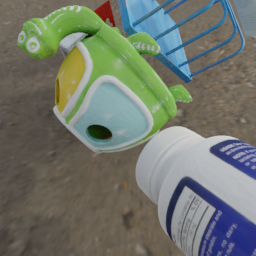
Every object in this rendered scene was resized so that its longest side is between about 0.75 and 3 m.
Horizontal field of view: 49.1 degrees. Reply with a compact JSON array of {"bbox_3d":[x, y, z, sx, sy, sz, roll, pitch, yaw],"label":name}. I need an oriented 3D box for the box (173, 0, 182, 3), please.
[{"bbox_3d":[1.225,-4.365,7.133,1.737,2.918,0.605,2,64,-27],"label":"box"}]

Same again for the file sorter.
[{"bbox_3d":[1.151,-2.439,5.822,1.577,2.571,1.784,-23,63,30],"label":"file sorter"}]

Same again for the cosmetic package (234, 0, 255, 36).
[{"bbox_3d":[2.248,-2.580,4.920,0.634,1.778,0.902,-25,17,7],"label":"cosmetic package"}]

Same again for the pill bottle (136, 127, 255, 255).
[{"bbox_3d":[1.346,1.039,3.464,1.639,1.639,2.738,-28,36,-20],"label":"pill bottle"}]

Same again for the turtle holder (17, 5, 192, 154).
[{"bbox_3d":[-0.358,-0.661,4.451,1.755,2.472,1.878,-44,55,0],"label":"turtle holder"}]

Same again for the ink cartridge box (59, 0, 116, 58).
[{"bbox_3d":[-0.740,-1.916,6.509,0.385,1.305,1.630,35,71,27],"label":"ink cartridge box"}]
